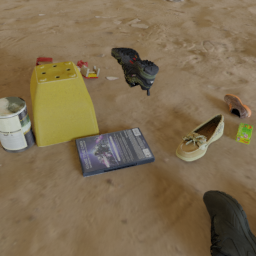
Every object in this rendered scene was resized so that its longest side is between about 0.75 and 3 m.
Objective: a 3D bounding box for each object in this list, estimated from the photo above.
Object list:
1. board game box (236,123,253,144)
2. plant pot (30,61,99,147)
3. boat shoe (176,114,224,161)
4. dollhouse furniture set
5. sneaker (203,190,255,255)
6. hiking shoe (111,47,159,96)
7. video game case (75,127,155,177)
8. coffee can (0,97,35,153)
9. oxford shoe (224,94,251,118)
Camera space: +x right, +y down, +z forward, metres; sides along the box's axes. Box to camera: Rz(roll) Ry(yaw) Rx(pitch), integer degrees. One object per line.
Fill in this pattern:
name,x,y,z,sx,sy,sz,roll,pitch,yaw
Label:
board game box,4.341,0.193,10.437,0.469,0.220,0.923,17,42,19
plant pot,-2.496,-1.081,10.329,2.295,2.347,2.280,-12,41,-13
boat shoe,2.560,0.282,9.880,0.905,0.774,2.469,29,47,31
dollhouse furniture set,-2.917,-2.611,13.490,2.683,1.091,1.444,-9,36,-38
sneaker,2.449,2.638,6.869,1.190,0.996,2.622,-15,40,-10
hiking shoe,0.057,-1.929,9.311,0.830,1.103,2.191,-11,40,-35
video game case,-0.499,0.767,9.733,2.423,0.230,1.731,-11,40,-12
coffee can,-3.969,-0.106,9.703,1.169,1.598,1.169,0,39,0
oxford shoe,4.398,-0.924,11.606,0.535,0.523,1.467,-19,43,-15
